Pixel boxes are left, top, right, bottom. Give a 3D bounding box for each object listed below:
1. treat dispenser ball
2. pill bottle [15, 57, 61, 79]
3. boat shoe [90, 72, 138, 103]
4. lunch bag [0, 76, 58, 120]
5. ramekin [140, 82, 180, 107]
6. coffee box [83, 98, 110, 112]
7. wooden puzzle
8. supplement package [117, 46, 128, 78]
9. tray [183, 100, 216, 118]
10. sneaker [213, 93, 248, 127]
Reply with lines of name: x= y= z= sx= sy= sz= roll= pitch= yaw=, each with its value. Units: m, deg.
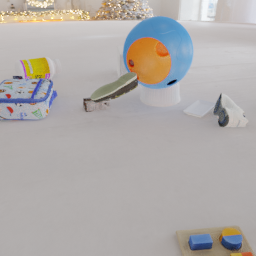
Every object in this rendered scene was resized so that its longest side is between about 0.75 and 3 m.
treat dispenser ball: x=1.152 y=-2.884 z=10.879 sx=2.717 sy=2.717 sz=2.717 roll=0 pitch=26 yaw=0
pill bottle: x=-4.796 y=-3.168 z=15.065 sx=2.245 sy=1.170 sz=1.170 roll=-17 pitch=31 yaw=-29
boat shoe: x=-0.428 y=-1.293 z=9.754 sx=1.807 sy=0.544 sz=0.644 roll=-30 pitch=42 yaw=-11
lunch bag: x=-4.142 y=-1.300 z=11.457 sx=2.311 sy=1.090 sz=2.884 roll=-1 pitch=27 yaw=-7
ramekin: x=1.441 y=-1.678 z=12.404 sx=1.788 sy=0.871 sz=1.788 roll=0 pitch=26 yaw=0
coffee box: x=-1.297 y=-1.005 z=11.563 sx=1.025 sy=0.409 sz=0.579 roll=-8 pitch=28 yaw=-16
wooden puzzle: x=1.671 y=2.278 z=5.055 sx=1.329 sy=0.332 sz=1.435 roll=-3 pitch=27 yaw=-5
supplement package: x=0.184 y=-3.605 z=15.545 sx=1.506 sy=1.524 sz=2.514 roll=-3 pitch=27 yaw=-6
tray: x=2.936 y=-0.774 z=11.366 sx=0.866 sy=0.179 sz=1.613 roll=19 pitch=32 yaw=31
sneaker: x=3.834 y=-0.603 z=10.565 sx=0.958 sy=0.820 sz=2.200 roll=12 pitch=34 yaw=0
